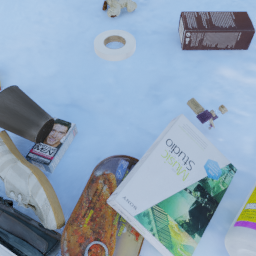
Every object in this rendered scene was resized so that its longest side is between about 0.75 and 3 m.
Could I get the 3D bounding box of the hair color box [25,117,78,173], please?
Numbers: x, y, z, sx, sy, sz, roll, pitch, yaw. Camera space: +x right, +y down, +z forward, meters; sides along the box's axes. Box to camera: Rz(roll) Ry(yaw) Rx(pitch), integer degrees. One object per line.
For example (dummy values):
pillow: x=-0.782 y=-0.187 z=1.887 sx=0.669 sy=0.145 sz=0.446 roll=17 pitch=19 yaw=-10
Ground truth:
hair color box: x=-1.744 y=0.376 z=6.535 sx=0.615 sy=0.377 sz=1.242 roll=17 pitch=55 yaw=13

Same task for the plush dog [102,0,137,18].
plush dog: x=-0.405 y=-4.556 z=9.998 sx=1.190 sy=0.955 sz=1.022 roll=-28 pitch=34 yaw=-19

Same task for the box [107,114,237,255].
box: x=0.982 y=1.095 z=5.467 sx=1.744 sy=0.439 sz=2.417 roll=44 pitch=60 yaw=-4

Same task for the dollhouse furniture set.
dollhouse furniture set: x=1.940 y=-0.412 z=6.918 sx=0.692 sy=0.620 sz=0.873 roll=-34 pitch=50 yaw=3

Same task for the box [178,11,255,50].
box: x=2.737 y=-3.089 z=8.873 sx=2.144 sy=0.803 sz=1.073 roll=0 pitch=53 yaw=2

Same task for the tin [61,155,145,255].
tin: x=-0.298 y=1.665 z=5.316 sx=1.401 sy=0.524 sz=2.502 roll=24 pitch=54 yaw=3

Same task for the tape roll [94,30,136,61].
tape roll: x=-0.412 y=-2.631 z=8.855 sx=1.343 sy=0.245 sz=1.343 roll=0 pitch=53 yaw=0

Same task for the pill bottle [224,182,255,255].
pill bottle: x=2.962 y=1.418 z=5.136 sx=1.375 sy=1.375 sz=2.637 roll=32 pitch=60 yaw=22

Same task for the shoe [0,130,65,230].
shoe: x=-2.197 y=1.072 z=5.616 sx=0.760 sy=0.996 sz=2.848 roll=-29 pitch=48 yaw=-29

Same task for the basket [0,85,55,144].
basket: x=-2.298 y=-0.243 z=6.192 sx=1.185 sy=0.806 sz=1.069 roll=31 pitch=59 yaw=6

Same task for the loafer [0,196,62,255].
loafer: x=-2.283 y=1.777 z=5.332 sx=2.341 sy=0.841 sz=0.736 roll=32 pitch=44 yaw=13

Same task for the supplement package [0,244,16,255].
supplement package: x=-2.376 y=2.379 z=3.726 sx=2.441 sy=1.852 sz=1.839 roll=24 pitch=57 yaw=18
